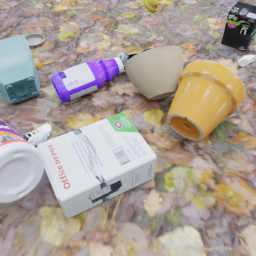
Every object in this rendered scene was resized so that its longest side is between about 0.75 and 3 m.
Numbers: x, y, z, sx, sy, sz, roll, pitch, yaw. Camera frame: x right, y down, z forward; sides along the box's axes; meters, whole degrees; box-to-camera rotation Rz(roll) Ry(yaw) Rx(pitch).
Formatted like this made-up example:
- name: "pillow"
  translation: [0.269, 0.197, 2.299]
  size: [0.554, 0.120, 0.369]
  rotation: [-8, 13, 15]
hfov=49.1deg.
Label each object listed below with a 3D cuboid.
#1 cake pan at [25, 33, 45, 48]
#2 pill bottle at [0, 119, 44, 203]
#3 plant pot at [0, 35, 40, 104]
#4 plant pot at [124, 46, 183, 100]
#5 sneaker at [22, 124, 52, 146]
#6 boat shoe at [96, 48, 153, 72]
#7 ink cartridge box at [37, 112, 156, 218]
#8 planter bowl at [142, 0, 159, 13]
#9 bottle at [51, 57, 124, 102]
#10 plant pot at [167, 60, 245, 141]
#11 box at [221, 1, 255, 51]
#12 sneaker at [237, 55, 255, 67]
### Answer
- name: "cake pan"
  translation: [-4.753, -4.396, 14.129]
  size: [1.143, 0.210, 1.143]
  rotation: [0, 48, 0]
- name: "pill bottle"
  translation: [-3.429, 0.571, 7.030]
  size: [2.679, 1.493, 1.493]
  rotation: [27, 53, 37]
- name: "plant pot"
  translation: [-4.512, -2.108, 11.065]
  size: [1.915, 1.921, 1.956]
  rotation: [-24, 61, -20]
- name: "plant pot"
  translation: [1.149, -1.976, 10.910]
  size: [2.306, 2.306, 1.548]
  rotation: [-12, 85, -11]
- name: "sneaker"
  translation: [-3.274, 0.327, 9.700]
  size: [0.559, 0.563, 1.555]
  rotation: [29, 53, 25]
- name: "boat shoe"
  translation: [-0.134, -3.069, 12.493]
  size: [2.852, 0.881, 1.038]
  rotation: [-6, 49, -5]
- name: "ink cartridge box"
  translation: [-0.958, 1.039, 8.591]
  size: [2.978, 1.237, 2.183]
  rotation: [-21, 52, -18]
- name: "planter bowl"
  translation: [0.918, -4.767, 10.515]
  size: [0.338, 0.811, 0.811]
  rotation: [-16, 29, 49]
- name: "bottle"
  translation: [-1.591, -2.086, 11.425]
  size: [2.886, 0.942, 1.205]
  rotation: [-25, 66, -15]
- name: "plant pot"
  translation: [2.501, -0.796, 9.777]
  size: [2.311, 2.311, 2.116]
  rotation: [28, 70, 23]
- name: "box"
  translation: [5.448, -4.848, 13.435]
  size: [1.316, 1.772, 1.101]
  rotation: [29, 61, 23]
- name: "sneaker"
  translation: [5.383, -3.146, 12.962]
  size: [1.092, 0.411, 0.483]
  rotation: [-20, 38, -24]
